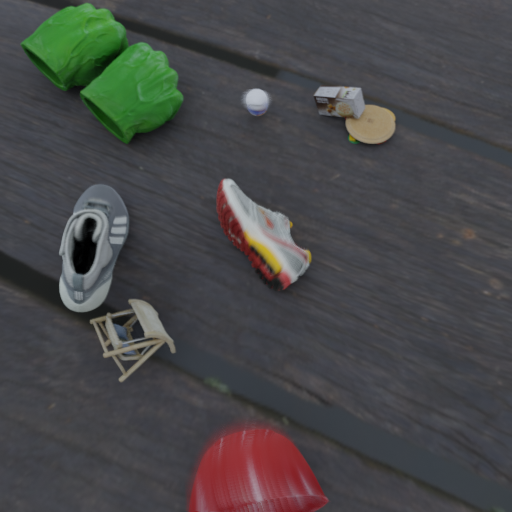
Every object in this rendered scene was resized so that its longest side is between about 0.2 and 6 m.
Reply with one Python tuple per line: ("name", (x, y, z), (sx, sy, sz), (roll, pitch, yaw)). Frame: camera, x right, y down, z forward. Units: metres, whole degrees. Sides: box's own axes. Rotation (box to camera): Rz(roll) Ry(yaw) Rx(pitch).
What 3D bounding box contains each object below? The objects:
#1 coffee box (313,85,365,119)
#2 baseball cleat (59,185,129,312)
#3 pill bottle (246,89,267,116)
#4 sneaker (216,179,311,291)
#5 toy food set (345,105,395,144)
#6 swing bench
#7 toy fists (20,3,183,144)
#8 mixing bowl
("coffee box", (1.879, -3.482, 12.642), (1.016, 0.581, 0.405), (16, 61, 32))
("baseball cleat", (-2.904, -0.537, 10.322), (1.113, 1.698, 3.191), (5, 47, -14))
("pill bottle", (0.016, -3.424, 12.441), (0.468, 0.836, 0.468), (0, 93, 3))
("sneaker", (0.084, -0.517, 11.136), (1.050, 0.995, 2.557), (-31, 75, -24))
("toy food set", (2.578, -2.989, 12.739), (1.140, 0.280, 1.151), (8, 63, 5))
("swing bench", (-2.185, 1.407, 9.952), (1.129, 0.733, 1.123), (-29, 38, -13))
("toy fists", (-3.386, -4.266, 12.848), (3.974, 1.367, 2.026), (41, 76, 17))
("mixing bowl", (-0.073, 3.353, 8.470), (2.091, 2.091, 1.133), (-9, 55, -5))
